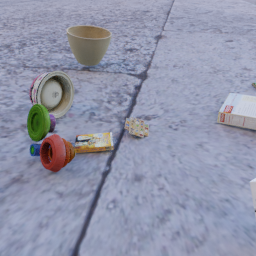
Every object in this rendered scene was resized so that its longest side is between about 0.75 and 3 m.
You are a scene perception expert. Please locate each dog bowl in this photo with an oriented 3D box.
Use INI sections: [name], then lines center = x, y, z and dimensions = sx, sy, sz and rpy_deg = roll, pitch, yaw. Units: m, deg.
[dog bowl]
center = -2.393, -1.065, 8.736
dimensions = 0.552, 1.496, 1.496
rpy_deg = 15, 35, 32

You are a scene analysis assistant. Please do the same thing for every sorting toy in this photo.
[sorting toy]
center = -1.858, 0.289, 6.909
dimensions = 0.756, 1.107, 1.842
rpy_deg = 2, 49, -46

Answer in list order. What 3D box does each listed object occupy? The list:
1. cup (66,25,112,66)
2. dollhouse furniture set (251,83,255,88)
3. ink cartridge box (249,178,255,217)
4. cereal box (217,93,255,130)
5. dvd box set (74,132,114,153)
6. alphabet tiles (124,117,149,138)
[cup]
center = -1.715, -3.565, 12.344
dimensions = 1.929, 1.380, 1.929
rpy_deg = 5, 35, -3
[dollhouse furniture set]
center = 5.318, -1.690, 10.555
dimensions = 0.774, 0.593, 1.182
rpy_deg = -2, 32, -3
[ink cartridge box]
center = 2.441, 1.315, 4.851
dimensions = 0.385, 0.896, 0.656
rpy_deg = -14, -9, 36
[cereal box]
center = 4.117, -0.453, 8.594
dimensions = 2.330, 0.461, 1.677
rpy_deg = 13, 33, 27
[dvd box set]
center = -0.913, 0.387, 7.576
dimensions = 1.019, 0.150, 0.745
rpy_deg = -4, 29, -3
[alphabet tiles]
center = 0.267, -0.031, 8.189
dimensions = 0.721, 0.027, 0.867
rpy_deg = 19, 34, -6
